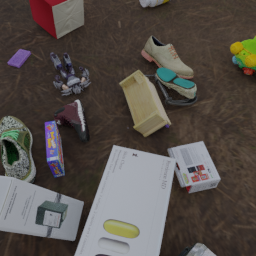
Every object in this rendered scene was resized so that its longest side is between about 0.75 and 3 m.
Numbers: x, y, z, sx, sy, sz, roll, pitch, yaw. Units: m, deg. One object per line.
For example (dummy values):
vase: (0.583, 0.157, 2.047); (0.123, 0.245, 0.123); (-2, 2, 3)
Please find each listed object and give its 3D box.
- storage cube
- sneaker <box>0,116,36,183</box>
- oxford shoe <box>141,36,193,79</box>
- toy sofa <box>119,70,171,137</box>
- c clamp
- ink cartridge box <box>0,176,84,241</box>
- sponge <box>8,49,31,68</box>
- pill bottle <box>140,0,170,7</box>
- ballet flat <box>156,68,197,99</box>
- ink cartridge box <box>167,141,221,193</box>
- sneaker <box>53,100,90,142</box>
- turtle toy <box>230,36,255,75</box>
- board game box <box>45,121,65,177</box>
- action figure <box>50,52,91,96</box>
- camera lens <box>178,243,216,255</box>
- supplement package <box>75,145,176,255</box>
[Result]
storage cube: (-3.276, -5.607, 12.987); (1.839, 2.046, 1.749); (42, 62, 19)
sneaker: (-3.612, 0.477, 8.859); (1.063, 1.225, 2.765); (-20, 56, -14)
oxford shoe: (1.659, -2.866, 11.407); (2.533, 0.935, 0.896); (36, 37, 19)
toy sofa: (0.592, -0.848, 10.098); (0.962, 1.133, 2.322); (-32, 52, 20)
c clamp: (1.599, -1.508, 10.886); (1.859, 0.295, 2.176); (-10, 45, -16)
ink cartridge box: (-2.527, 1.918, 6.667); (1.793, 2.457, 1.033); (-1, 65, 29)
sponge: (-4.715, -3.034, 12.171); (0.558, 0.149, 1.000); (15, 55, 10)
pill bottle: (1.441, -6.859, 14.550); (1.643, 0.920, 0.920); (-28, 58, -19)
ballet flat: (1.768, -1.663, 10.622); (0.680, 0.628, 2.015); (-32, 45, -15)
ink cartridge box: (1.963, 1.225, 8.699); (1.229, 0.587, 1.400); (-10, 54, -7)
sneaker: (-2.007, -0.123, 9.722); (1.127, 0.739, 1.952); (-16, 44, -5)
turtle toy: (5.201, -2.693, 11.269); (1.692, 1.174, 2.322); (-21, 57, -15)
board game box: (-2.321, 0.665, 8.866); (0.332, 0.996, 1.482); (-10, 54, -8)
action figure: (-2.357, -2.117, 11.137); (1.412, 0.753, 2.170); (-20, 59, -22)
camera lens: (1.766, 3.758, 6.146); (1.629, 1.629, 2.037); (-38, 62, -25)
supplement package: (0.040, 2.330, 6.812); (1.612, 2.265, 2.908); (11, 53, 8)
